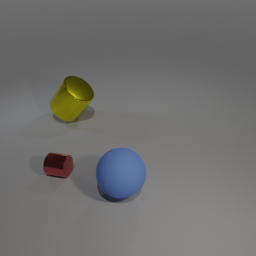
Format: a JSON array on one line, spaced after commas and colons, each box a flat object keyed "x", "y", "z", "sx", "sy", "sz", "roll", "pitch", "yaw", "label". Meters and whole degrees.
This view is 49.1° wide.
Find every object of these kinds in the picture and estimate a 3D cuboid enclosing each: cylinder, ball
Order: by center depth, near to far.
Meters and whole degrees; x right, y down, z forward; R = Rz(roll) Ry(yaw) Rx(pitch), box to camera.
[{"x": -0.192, "y": 1.247, "z": 7.810, "sx": 1.400, "sy": 1.400, "sz": 1.400, "roll": 0, "pitch": 30, "yaw": 0, "label": "ball"}, {"x": -2.200, "y": 1.165, "z": 8.869, "sx": 0.700, "sy": 0.700, "sz": 0.700, "roll": 6, "pitch": 31, "yaw": 13, "label": "cylinder"}, {"x": -2.350, "y": -1.214, "z": 11.736, "sx": 1.400, "sy": 1.400, "sz": 1.400, "roll": 27, "pitch": 39, "yaw": -24, "label": "cylinder"}]
